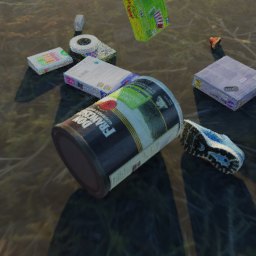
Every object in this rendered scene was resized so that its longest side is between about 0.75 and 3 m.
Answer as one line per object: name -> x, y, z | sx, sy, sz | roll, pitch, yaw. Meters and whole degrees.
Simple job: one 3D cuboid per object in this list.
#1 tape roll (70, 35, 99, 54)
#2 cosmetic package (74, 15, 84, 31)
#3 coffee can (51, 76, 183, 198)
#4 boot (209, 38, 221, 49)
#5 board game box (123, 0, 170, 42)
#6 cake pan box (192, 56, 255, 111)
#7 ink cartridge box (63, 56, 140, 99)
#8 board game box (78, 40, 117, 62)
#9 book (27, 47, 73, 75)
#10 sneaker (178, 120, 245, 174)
tape roll -> -1.907, -3.672, 12.228 | 1.255, 0.229, 1.255 | -1, 46, 1
cosmetic package -> -2.409, -5.194, 13.842 | 0.380, 0.450, 0.842 | 5, 45, 3
coffee can -> -0.240, 0.153, 7.629 | 2.919, 2.136, 2.136 | -35, 56, -29
boot -> 3.867, -3.853, 12.684 | 0.493, 0.345, 0.919 | 17, 41, 21
board game box -> 0.527, -4.485, 9.633 | 1.315, 2.589, 0.616 | -42, 43, -20
cake pan box -> 3.877, -1.783, 10.557 | 2.170, 0.568, 1.998 | -33, 57, -27
ink cartridge box -> -0.987, -1.846, 10.634 | 2.564, 0.538, 1.530 | 25, 52, 25
board game box -> -1.444, -3.388, 12.280 | 1.119, 0.242, 1.663 | -33, 55, -28
book -> -3.236, -2.790, 11.688 | 1.531, 0.368, 1.023 | -30, 56, -28
sneaker -> 2.472, 0.481, 8.423 | 0.996, 0.868, 2.214 | -19, 49, -44
